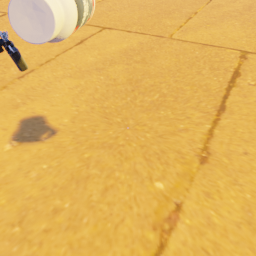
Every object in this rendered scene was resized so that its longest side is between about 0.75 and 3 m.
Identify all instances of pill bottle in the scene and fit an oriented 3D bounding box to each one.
[{"bbox_3d":[-1.322,-2.137,5.027,1.058,1.058,1.770,7,34,8],"label":"pill bottle"}]

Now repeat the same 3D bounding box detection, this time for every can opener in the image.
[{"bbox_3d":[-2.878,-1.842,6.732,0.532,1.601,0.422,-34,78,-7],"label":"can opener"}]
